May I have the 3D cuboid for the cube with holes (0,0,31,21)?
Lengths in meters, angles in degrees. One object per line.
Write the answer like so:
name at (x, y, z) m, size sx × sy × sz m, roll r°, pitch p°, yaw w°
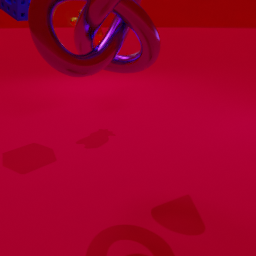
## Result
cube with holes at (-2.629, -3.340, 7.129) m, size 0.882 × 0.882 × 0.882 m, roll 38°, pitch 40°, yaw 27°

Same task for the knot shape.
knot shape at (-0.214, -1.550, 3.801) m, size 1.939 × 1.814 × 0.896 m, roll 7°, pitch 37°, yaw -48°

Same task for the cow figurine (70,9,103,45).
cow figurine at (-0.996, -3.015, 8.142) m, size 0.746 × 1.359 × 1.338 m, roll -25°, pitch -6°, yaw 39°
